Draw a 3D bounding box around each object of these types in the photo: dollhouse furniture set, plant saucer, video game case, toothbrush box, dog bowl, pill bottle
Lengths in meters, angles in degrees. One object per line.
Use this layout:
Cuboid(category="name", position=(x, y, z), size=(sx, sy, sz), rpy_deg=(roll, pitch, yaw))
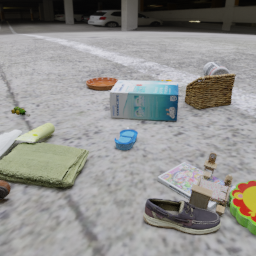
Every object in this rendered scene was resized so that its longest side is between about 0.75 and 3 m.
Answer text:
Cuboid(category="dollhouse furniture set", position=(2.181, 1.374, 7.078), size=(0.850, 0.726, 1.640), rpy_deg=(17, 40, 21))
Cuboid(category="plant saucer", position=(-1.506, -2.668, 16.887), size=(2.018, 0.326, 2.018), rpy_deg=(-1, 24, 0))
Cuboid(category="video game case", position=(1.875, 1.546, 7.780), size=(1.246, 0.157, 1.740), rpy_deg=(-20, 31, -37))
Cuboid(category="toothbrush box", position=(0.802, -1.320, 12.778), size=(2.941, 1.254, 2.153), rpy_deg=(3, 24, 9))
Cuboid(category="dog bowl", position=(-0.057, 0.423, 10.084), size=(0.680, 0.302, 1.220), rpy_deg=(7, 25, 16))
Cuboid(category="pill bottle", position=(5.320, -3.318, 17.058), size=(1.213, 1.213, 2.093), rpy_deg=(0, 25, 0))

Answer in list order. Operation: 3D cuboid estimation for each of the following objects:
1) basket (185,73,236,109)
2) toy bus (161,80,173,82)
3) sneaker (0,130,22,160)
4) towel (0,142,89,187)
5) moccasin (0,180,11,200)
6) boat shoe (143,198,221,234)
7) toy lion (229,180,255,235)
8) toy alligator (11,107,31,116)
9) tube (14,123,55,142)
Cuboid(category="basket", position=(3.966, -2.013, 13.868), size=(2.175, 1.620, 1.552), rpy_deg=(-10, 26, -19))
Cuboid(category="toy bus", position=(2.150, -2.164, 15.410), size=(0.731, 0.608, 1.867), rpy_deg=(3, 25, 7))
Cuboid(category="sneaker", position=(-4.374, 0.365, 9.165), size=(1.155, 0.737, 1.999), rpy_deg=(35, 24, -9))
Cuboid(category="towel", position=(-2.586, 1.068, 8.477), size=(2.523, 0.460, 1.872), rpy_deg=(6, 26, 11))
Cuboid(category="moccasin", position=(-3.996, 1.475, 7.350), size=(2.058, 0.753, 0.795), rpy_deg=(-3, 31, 17))
Cuboid(category="boat shoe", position=(1.229, 1.947, 6.388), size=(1.757, 0.569, 0.632), rpy_deg=(5, 25, 11))
Cuboid(category="toy lion", position=(3.675, 1.857, 6.584), size=(2.155, 0.772, 2.249), rpy_deg=(-28, 36, -34))
Cuboid(category="toy alligator", position=(-4.888, -0.788, 12.770), size=(1.191, 0.286, 0.395), rpy_deg=(12, 28, 25))
Cuboid(category="tube", position=(-3.178, 0.210, 9.910), size=(0.531, 0.475, 1.828), rpy_deg=(-37, 3, 17))
